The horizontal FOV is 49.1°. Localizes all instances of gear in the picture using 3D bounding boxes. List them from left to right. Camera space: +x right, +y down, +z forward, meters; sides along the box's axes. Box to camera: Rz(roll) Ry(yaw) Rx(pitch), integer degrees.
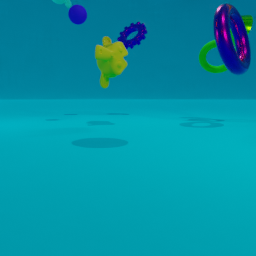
[{"bbox_3d":[0.179,-3.952,11.966,1.319,1.319,0.244,4,-26,34],"label":"gear"}]

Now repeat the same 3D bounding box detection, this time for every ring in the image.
[{"bbox_3d":[3.240,-2.573,10.143,1.323,1.323,0.265,2,43,15],"label":"ring"},{"bbox_3d":[2.779,-2.325,7.394,0.377,1.886,1.886,-11,-2,40],"label":"ring"}]

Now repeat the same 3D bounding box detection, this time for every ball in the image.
[{"bbox_3d":[-2.023,-4.566,11.280,0.750,0.750,0.750,0,6,0],"label":"ball"}]

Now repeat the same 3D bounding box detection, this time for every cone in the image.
[{"bbox_3d":[3.036,-3.118,8.445,0.963,0.960,0.960,17,2,-14],"label":"cone"}]

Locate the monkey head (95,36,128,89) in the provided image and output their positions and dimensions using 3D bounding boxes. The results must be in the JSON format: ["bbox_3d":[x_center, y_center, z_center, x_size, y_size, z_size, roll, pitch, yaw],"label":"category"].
[{"bbox_3d":[-0.607,-1.957,7.933,1.123,1.562,0.941,6,-5,-39],"label":"monkey head"}]

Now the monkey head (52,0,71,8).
[{"bbox_3d":[-2.024,-4.044,8.200,0.611,0.729,1.013,30,-11,39],"label":"monkey head"}]
